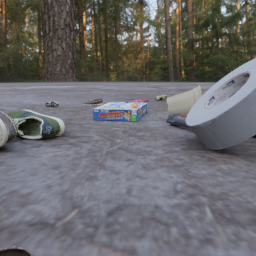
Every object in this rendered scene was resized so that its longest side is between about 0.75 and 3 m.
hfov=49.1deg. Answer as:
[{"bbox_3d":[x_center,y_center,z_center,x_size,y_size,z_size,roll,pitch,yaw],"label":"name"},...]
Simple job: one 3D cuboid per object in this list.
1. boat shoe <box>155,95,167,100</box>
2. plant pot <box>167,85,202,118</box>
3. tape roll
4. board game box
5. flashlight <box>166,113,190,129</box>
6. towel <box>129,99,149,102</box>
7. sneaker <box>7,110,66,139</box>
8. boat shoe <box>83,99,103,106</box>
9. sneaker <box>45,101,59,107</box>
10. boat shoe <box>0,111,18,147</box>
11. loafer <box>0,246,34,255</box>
[{"bbox_3d":[2.106,-1.821,17.221,0.912,0.327,0.347,-17,33,-34],"label":"boat shoe"},{"bbox_3d":[2.022,-0.732,9.820,1.202,1.314,1.314,-9,9,15],"label":"plant pot"},{"bbox_3d":[2.469,-0.586,6.395,2.345,0.775,2.345,-41,8,7],"label":"tape roll"},{"bbox_3d":[-0.204,-0.700,11.224,1.691,0.431,2.498,2,12,11],"label":"board game box"},{"bbox_3d":[1.850,-0.210,8.708,0.518,0.520,1.530,28,-3,-26],"label":"flashlight"},{"bbox_3d":[0.644,-1.598,16.460,0.732,0.114,1.013,10,15,43],"label":"towel"},{"bbox_3d":[-2.802,-0.108,7.624,2.047,0.686,0.919,8,9,21],"label":"sneaker"},{"bbox_3d":[-1.844,-1.356,14.703,1.117,0.332,0.401,-6,13,-29],"label":"boat shoe"},{"bbox_3d":[-3.740,-1.191,14.015,0.764,0.298,0.345,5,10,25],"label":"sneaker"},{"bbox_3d":[-3.442,-0.097,6.970,2.828,1.016,0.842,3,14,42],"label":"boat shoe"},{"bbox_3d":[-0.808,1.178,1.609,0.611,0.594,1.674,-2,12,-11],"label":"loafer"}]
